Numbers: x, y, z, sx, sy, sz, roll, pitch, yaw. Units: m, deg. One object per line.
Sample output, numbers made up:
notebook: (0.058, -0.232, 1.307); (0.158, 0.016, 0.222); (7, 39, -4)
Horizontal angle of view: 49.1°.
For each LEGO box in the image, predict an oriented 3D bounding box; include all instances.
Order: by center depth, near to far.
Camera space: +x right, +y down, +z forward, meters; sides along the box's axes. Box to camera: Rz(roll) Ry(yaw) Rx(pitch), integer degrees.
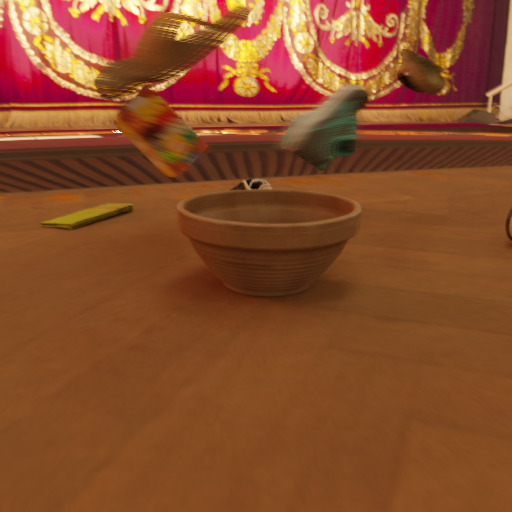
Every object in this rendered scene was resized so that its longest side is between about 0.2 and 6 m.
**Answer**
LEGO box: (-2.137, -2.639, 12.313); (0.888, 1.713, 2.301); (-47, 15, -5)

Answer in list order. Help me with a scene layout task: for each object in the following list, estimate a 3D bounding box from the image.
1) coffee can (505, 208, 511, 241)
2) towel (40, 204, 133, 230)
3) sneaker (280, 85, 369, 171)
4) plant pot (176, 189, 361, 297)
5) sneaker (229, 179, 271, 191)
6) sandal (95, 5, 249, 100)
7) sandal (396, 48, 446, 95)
coffee can: (6.243, -0.612, 11.985); (1.007, 1.007, 1.376); (-7, 18, -23)
towel: (-4.465, -1.067, 15.039); (1.075, 0.225, 2.497); (2, 17, 26)
sneaker: (1.801, -2.802, 12.556); (1.296, 1.102, 2.840); (43, 58, 9)
plant pot: (0.217, -0.225, 9.862); (3.182, 1.469, 3.182); (0, 17, 0)
sneaker: (-0.177, -1.834, 16.396); (0.893, 0.904, 2.278); (-13, 19, -32)
sandal: (-1.314, -2.856, 7.604); (2.602, 0.703, 1.045); (-9, 39, 31)
sandal: (3.440, -3.826, 11.963); (1.036, 0.697, 2.580); (27, 32, -6)
